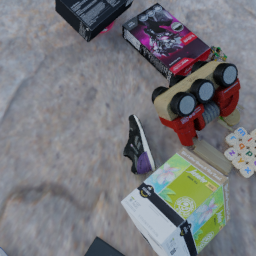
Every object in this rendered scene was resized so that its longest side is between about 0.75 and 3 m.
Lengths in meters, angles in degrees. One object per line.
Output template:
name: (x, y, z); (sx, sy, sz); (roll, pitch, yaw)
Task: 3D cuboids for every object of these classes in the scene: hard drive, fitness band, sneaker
hard drive: (-0.566, 3.554, 7.345); (1.215, 0.200, 0.848); (30, 70, 12)
fitness band: (-1.284, -4.065, 10.375); (1.593, 0.298, 1.144); (-8, 79, -16)
sneaker: (0.173, 0.474, 8.427); (0.820, 0.709, 1.873); (-17, 68, -2)

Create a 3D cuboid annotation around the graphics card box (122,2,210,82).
graphics card box: (1.298, -3.033, 9.903); (1.740, 0.706, 2.774); (-37, 71, -14)

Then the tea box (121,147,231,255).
tea box: (1.268, 2.009, 6.789); (2.063, 2.097, 1.401); (-40, 47, -15)

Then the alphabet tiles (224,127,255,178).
alphabet tiles: (3.759, 0.748, 8.522); (1.602, 0.120, 1.638); (-32, 70, -21)

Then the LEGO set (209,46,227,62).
LEGO set: (3.091, -2.509, 9.899); (0.587, 0.442, 0.763); (-9, 54, -26)

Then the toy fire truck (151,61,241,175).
toy fire truck: (2.430, -0.284, 8.426); (2.480, 2.818, 1.813); (-34, 29, -15)

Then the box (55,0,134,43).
box: (-1.124, -4.470, 9.865); (1.677, 0.937, 2.377); (45, 72, -4)

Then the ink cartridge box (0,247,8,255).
ink cartridge box: (-3.702, 4.429, 6.526); (1.794, 1.004, 2.630); (42, 71, 16)

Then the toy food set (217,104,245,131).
toy food set: (3.297, -0.410, 9.052); (0.700, 0.204, 1.015); (35, 71, -1)
